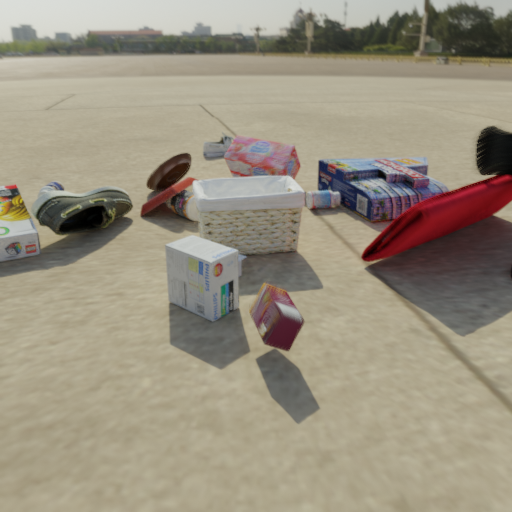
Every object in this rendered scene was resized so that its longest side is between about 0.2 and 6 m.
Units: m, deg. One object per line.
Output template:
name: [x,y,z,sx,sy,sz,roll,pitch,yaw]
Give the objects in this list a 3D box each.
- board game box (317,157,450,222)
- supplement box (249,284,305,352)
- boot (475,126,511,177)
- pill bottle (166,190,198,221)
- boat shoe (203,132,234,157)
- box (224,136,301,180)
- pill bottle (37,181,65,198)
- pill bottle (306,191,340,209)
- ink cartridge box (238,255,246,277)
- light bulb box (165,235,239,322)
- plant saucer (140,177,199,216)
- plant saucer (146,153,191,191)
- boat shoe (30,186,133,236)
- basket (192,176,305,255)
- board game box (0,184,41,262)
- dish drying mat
board game box: [3.361,-1.768,13.665,2.818,0.870,2.819,-8,24,-18]
supplement box: [0.252,0.780,7.228,0.370,0.476,0.864,21,16,-21]
boot: [4.731,-1.446,10.052,1.368,0.689,1.830,5,61,-20]
pill bottle: [-1.569,-1.166,12.602,0.592,0.592,1.018,-17,27,-36]
boat shoe: [-1.030,-3.753,18.664,1.682,0.717,0.621,-13,26,-28]
box: [0.170,-2.481,14.802,1.765,0.906,0.835,15,65,25]
pill bottle: [-5.007,-1.524,13.641,0.437,0.437,0.787,1,22,3]
pill bottle: [1.588,-1.330,13.215,0.749,0.408,0.408,-4,23,-10]
ink cartridge box: [-0.603,0.241,9.542,0.528,0.311,0.917,13,26,29]
light bulb box: [-0.811,0.318,8.471,0.996,0.987,0.621,19,30,36]
plant saucer: [-2.027,-1.414,12.885,1.185,0.218,1.187,-27,10,27]
plant saucer: [-2.180,-2.098,14.343,0.222,1.382,1.382,52,41,10]
boat shoe: [-3.439,-0.895,11.664,0.749,0.895,2.505,44,27,17]
basket: [-0.167,-0.768,10.784,1.996,1.231,1.353,-5,23,-10]
board game box: [-5.925,-0.443,10.354,3.288,0.569,2.076,-13,38,-28]
dish drying mat: [3.970,-0.908,10.819,4.549,1.747,0.414,-19,69,-38]
